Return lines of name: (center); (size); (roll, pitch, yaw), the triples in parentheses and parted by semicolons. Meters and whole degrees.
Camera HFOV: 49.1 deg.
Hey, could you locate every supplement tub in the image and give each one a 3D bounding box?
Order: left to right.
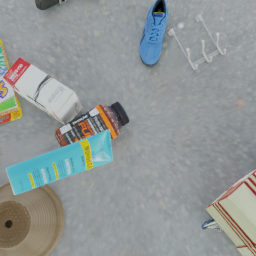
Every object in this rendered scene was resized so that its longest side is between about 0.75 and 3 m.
supplement tub: (-1.010, 0.023, 8.308); (2.090, 1.118, 1.118); (-31, 77, -7)

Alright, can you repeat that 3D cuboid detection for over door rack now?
over door rack: (2.316, -2.945, 9.380); (1.274, 0.574, 1.724); (-28, 77, -8)

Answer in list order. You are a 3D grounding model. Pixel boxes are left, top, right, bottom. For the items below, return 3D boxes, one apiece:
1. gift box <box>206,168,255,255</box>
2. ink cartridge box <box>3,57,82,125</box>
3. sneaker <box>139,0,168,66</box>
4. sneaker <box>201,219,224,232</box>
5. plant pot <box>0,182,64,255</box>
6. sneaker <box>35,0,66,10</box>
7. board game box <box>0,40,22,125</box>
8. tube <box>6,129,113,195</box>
gift box: (3.464, 2.252, 7.392); (1.839, 1.993, 1.861); (-34, 71, -16)
ink cartridge box: (-2.486, -1.032, 8.420); (1.970, 1.422, 0.825); (32, 77, 8)
sneaker: (0.857, -3.220, 9.292); (0.761, 0.905, 2.307); (12, 77, 1)
sneaker: (2.570, 2.793, 7.977); (0.932, 0.359, 0.397); (-14, 80, -3)
plant pot: (-3.040, 2.591, 7.640); (2.395, 1.105, 2.395); (0, 76, 0)
sneaker: (-1.883, -4.849, 9.688); (1.527, 0.992, 2.644); (35, 77, 6)
board game box: (-4.473, -1.464, 9.099); (1.390, 0.436, 2.909); (-20, 79, -4)
tube: (-1.095, 0.589, 4.808); (1.817, 0.704, 0.458); (-19, 39, -24)
